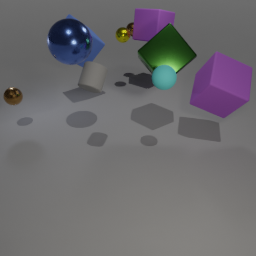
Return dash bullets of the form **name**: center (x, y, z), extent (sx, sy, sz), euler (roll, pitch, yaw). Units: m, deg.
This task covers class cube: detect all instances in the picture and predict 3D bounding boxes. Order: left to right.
- **cube**: center (-2.149, -3.676, 12.024), extent (1.400, 1.400, 1.400), euler (50, 18, 28)
- **cube**: center (1.218, -4.831, 13.287), extent (1.400, 1.400, 1.400), euler (19, 24, 34)
- **cube**: center (1.299, -2.481, 9.704), extent (1.400, 1.400, 1.400), euler (-40, 3, 7)
- **cube**: center (3.126, -1.415, 9.481), extent (1.400, 1.400, 1.400), euler (22, 63, -8)

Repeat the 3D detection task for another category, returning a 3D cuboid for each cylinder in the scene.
- **cylinder**: center (-1.011, -1.446, 8.039), extent (0.700, 0.700, 0.700), euler (16, -7, 2)

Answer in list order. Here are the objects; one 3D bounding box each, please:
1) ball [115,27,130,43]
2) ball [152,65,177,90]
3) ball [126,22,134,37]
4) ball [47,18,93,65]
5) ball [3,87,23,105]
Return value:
- **ball**: center (-0.244, -4.335, 13.063), extent (0.700, 0.700, 0.700), euler (0, 31, 0)
- **ball**: center (1.020, -1.423, 7.898), extent (0.700, 0.700, 0.700), euler (0, 31, 0)
- **ball**: center (0.245, -5.063, 14.398), extent (0.700, 0.700, 0.700), euler (0, 31, 0)
- **ball**: center (-1.819, -2.697, 8.801), extent (1.400, 1.400, 1.400), euler (0, 31, 0)
- **ball**: center (-4.420, -1.218, 10.782), extent (0.700, 0.700, 0.700), euler (0, 31, 0)
